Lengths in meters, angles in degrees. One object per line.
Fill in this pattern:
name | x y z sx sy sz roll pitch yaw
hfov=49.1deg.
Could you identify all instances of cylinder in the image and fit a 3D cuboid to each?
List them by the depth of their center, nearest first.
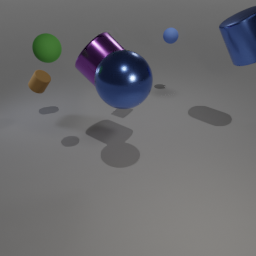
cylinder | -0.588 -1.820 8.272 1.400 1.400 1.400 44 37 -1
cylinder | 3.840 -2.940 8.991 1.400 1.400 1.400 -27 21 11
cylinder | -3.605 -1.888 11.427 0.700 0.700 0.700 27 38 -24

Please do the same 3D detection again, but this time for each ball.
ball | -0.105 -1.151 6.738 1.400 1.400 1.400 0 29 0
ball | -1.993 -1.964 6.903 0.700 0.700 0.700 0 29 0
ball | 1.963 -4.237 12.865 0.700 0.700 0.700 0 29 0
